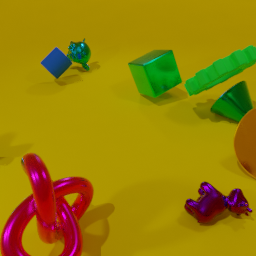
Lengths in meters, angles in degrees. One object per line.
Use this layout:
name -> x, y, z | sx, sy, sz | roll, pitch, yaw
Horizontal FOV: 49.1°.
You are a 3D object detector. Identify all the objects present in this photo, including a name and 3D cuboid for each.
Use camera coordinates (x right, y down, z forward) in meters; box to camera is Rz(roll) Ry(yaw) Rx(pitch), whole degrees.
monkey head -> -1.895, -2.774, 10.700 | 0.863, 1.030, 1.432 | 2, 67, -31
cow figurine -> 1.525, 1.318, 4.706 | 0.897, 0.501, 0.912 | 38, 66, 25
cylinder -> -2.416, -2.199, 9.497 | 0.768, 0.768, 0.768 | -46, 43, -2
gear -> 2.381, -1.425, 7.177 | 1.899, 0.351, 1.899 | -26, -5, -3
cube -> 0.804, -1.660, 8.418 | 1.045, 1.045, 1.045 | -30, 25, -15
cone -> 3.193, 0.253, 6.126 | 1.638, 1.638, 1.644 | 13, 8, 20
cone -> 3.035, -0.398, 7.372 | 1.196, 1.196, 1.201 | -23, 65, -32
knot shape -> -1.027, 1.191, 4.042 | 0.761, 1.648, 1.542 | -12, -15, 18
